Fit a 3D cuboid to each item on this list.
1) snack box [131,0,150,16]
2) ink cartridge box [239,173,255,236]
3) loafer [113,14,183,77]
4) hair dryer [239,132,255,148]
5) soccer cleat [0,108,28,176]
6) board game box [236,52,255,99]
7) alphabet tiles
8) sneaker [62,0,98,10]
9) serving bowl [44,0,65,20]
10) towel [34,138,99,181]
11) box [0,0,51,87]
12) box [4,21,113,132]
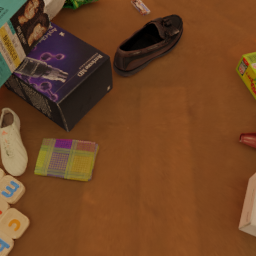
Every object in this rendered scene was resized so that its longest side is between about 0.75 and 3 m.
[{"bbox_3d":[0.434,-4.184,9.666,0.291,0.098,0.809,-27,64,-14],"label":"snack box"},{"bbox_3d":[3.462,1.830,5.935,1.805,0.756,1.309,20,63,11],"label":"ink cartridge box"},{"bbox_3d":[0.714,-2.648,8.340,1.042,0.913,2.898,40,68,20],"label":"loafer"},{"bbox_3d":[3.664,0.086,7.188,1.834,0.498,1.397,-19,46,-16],"label":"hair dryer"},{"bbox_3d":[-2.868,0.318,6.828,0.606,0.678,1.749,-15,62,-8],"label":"soccer cleat"},{"bbox_3d":[4.662,-1.692,7.969,2.672,0.636,1.357,-16,62,-9],"label":"board game box"},{"bbox_3d":[-3.523,2.033,6.155,2.472,0.184,2.527,28,64,15],"label":"alphabet tiles"},{"bbox_3d":[-1.650,-4.342,9.498,1.747,0.647,0.730,-8,63,6],"label":"sneaker"},{"bbox_3d":[-3.147,-4.233,9.006,2.950,0.970,2.950,-6,69,14],"label":"serving bowl"},{"bbox_3d":[-1.490,0.762,6.881,1.437,0.164,1.032,5,62,4],"label":"towel"},{"bbox_3d":[-2.851,-1.914,6.245,0.692,1.158,2.815,22,64,11],"label":"box"},{"bbox_3d":[-1.964,-1.474,7.441,2.576,1.344,1.906,32,65,17],"label":"box"}]
